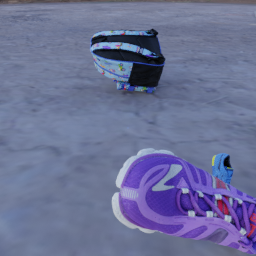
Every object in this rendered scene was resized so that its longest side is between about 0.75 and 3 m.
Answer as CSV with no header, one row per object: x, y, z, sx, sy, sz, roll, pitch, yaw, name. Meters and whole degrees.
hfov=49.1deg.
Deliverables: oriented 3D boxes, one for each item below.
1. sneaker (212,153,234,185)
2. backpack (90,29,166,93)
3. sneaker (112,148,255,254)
1.607,0.834,4.695,0.271,0.821,0.322,6,-11,-29,sneaker
-0.109,-2.246,9.158,2.283,1.536,2.084,3,46,-9,backpack
1.021,0.912,3.305,2.529,1.020,1.055,20,-13,-25,sneaker
